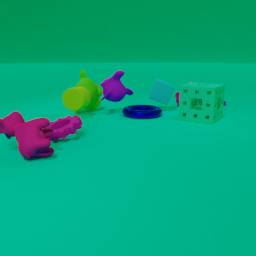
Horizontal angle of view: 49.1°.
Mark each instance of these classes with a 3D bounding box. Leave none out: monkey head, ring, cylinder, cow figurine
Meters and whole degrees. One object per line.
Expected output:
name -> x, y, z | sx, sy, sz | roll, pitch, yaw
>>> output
monkey head -> -0.439, -1.601, 11.024 | 1.661, 1.001, 1.195 | -15, -16, -42
ring -> 0.551, -0.641, 10.807 | 1.555, 0.311, 1.555 | 0, 15, 0
cylinder -> -1.887, -1.098, 10.374 | 0.823, 0.823, 0.823 | 3, 13, 11
cow figurine -> -2.399, 0.182, 6.419 | 1.305, 0.728, 1.326 | -10, 51, -6
cow figurine -> 2.764, -1.430, 12.610 | 1.230, 1.211, 0.675 | 21, -13, 11
monkey head -> -1.849, -1.383, 11.842 | 1.187, 1.970, 1.417 | 21, -27, -40

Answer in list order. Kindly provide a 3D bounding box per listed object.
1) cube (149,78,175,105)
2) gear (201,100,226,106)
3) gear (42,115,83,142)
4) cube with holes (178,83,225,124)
cube -> 1.396, -1.534, 11.721 | 0.814, 0.814, 0.814 | 21, 15, -3
gear -> 4.011, -1.191, 13.148 | 1.099, 0.203, 1.099 | 0, 15, 0
gear -> -1.858, -0.009, 7.857 | 1.156, 0.214, 1.156 | -14, 24, 6
cube with holes -> 2.657, -0.932, 10.069 | 1.237, 1.237, 1.237 | 9, 17, 32
